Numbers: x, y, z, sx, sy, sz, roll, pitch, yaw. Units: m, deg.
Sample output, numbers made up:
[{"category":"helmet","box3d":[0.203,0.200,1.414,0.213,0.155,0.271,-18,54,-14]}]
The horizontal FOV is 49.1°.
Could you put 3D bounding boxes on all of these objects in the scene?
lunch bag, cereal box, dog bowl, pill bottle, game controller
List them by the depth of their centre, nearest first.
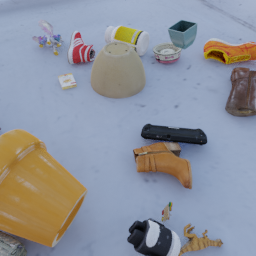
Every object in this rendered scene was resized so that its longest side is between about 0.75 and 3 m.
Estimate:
[{"category":"lunch bag","box3d":[-3.071,2.997,6.908,0.985,0.826,0.686,19,48,18]},{"category":"game controller","box3d":[1.594,0.210,9.777,2.262,0.476,1.180,6,10,6]},{"category":"cereal box","box3d":[-2.689,-2.072,12.391,0.647,0.178,0.899,-16,48,-16]},{"category":"dog bowl","box3d":[1.917,-3.637,13.592,1.418,0.523,1.418,-4,39,4]},{"category":"pill bottle","box3d":[-0.070,-4.437,14.040,2.080,1.170,1.170,21,49,20]}]

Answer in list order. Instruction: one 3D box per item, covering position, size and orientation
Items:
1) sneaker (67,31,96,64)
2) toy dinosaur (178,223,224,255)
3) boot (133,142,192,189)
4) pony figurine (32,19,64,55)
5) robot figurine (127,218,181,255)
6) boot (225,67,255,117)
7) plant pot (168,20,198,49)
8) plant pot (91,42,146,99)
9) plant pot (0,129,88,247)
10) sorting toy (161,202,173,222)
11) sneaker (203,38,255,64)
[{"category":"sneaker","box3d":[-2.192,-4.021,13.875,1.289,0.816,2.292,-2,53,4]},{"category":"toy dinosaur","box3d":[1.674,2.969,7.185,1.641,0.496,0.872,-13,48,-12]},{"category":"boot","box3d":[1.052,1.228,8.760,1.575,0.750,2.036,-7,34,-8]},{"category":"pony figurine","box3d":[-4.051,-4.531,14.290,1.532,1.322,1.587,23,36,-23]},{"category":"robot figurine","box3d":[0.649,2.805,6.948,1.319,0.823,0.991,26,71,-9]},{"category":"boot","box3d":[5.380,-1.409,11.192,2.700,0.931,2.897,3,41,21]},{"category":"plant pot","box3d":[2.011,-3.344,10.181,0.774,0.791,0.776,-39,47,-21]},{"category":"plant pot","box3d":[-0.442,-2.665,11.953,2.464,1.654,2.464,-1,45,1]},{"category":"plant pot","box3d":[-2.465,1.715,7.223,2.374,2.593,2.593,30,51,6]},{"category":"sorting toy","box3d":[1.080,2.313,7.593,0.130,0.766,0.369,12,52,-7]},{"category":"sneaker","box3d":[5.110,-3.481,13.400,2.979,1.087,1.149,7,65,14]}]
